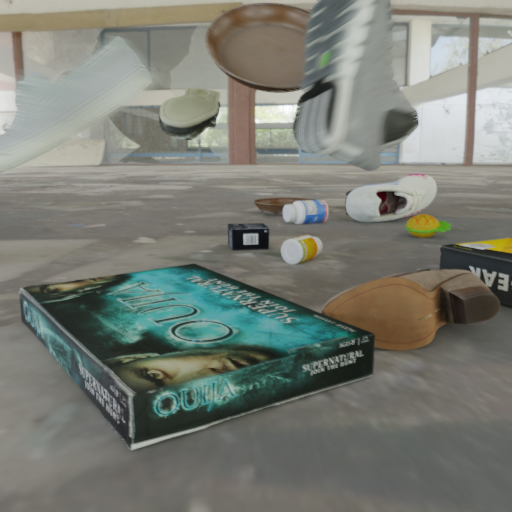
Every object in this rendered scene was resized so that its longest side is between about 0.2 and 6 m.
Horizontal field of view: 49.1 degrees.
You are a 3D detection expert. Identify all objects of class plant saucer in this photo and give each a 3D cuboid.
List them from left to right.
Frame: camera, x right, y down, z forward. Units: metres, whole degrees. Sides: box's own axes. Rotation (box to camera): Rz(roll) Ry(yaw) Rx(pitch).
[{"bbox_3d":[0.282,-3.267,8.888,2.165,0.347,2.165,2,56,-2],"label":"plant saucer"},{"bbox_3d":[0.799,-1.261,14.367,1.748,0.320,1.748,0,11,0],"label":"plant saucer"}]

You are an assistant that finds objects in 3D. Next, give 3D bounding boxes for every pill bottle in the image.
[{"bbox_3d":[0.712,-0.108,8.480,0.380,0.380,0.684,8,14,36],"label":"pill bottle"},{"bbox_3d":[1.080,-0.965,12.393,0.930,0.522,0.522,-6,13,-23],"label":"pill bottle"}]

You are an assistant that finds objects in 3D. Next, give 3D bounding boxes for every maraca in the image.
[{"bbox_3d":[3.240,-0.557,10.566,0.820,0.439,0.562,3,31,21],"label":"maraca"}]

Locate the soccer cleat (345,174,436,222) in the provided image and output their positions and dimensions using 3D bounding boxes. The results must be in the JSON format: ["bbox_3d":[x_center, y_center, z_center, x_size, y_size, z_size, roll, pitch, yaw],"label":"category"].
[{"bbox_3d":[3.361,-1.253,12.826,2.861,0.999,1.235,-15,17,-30],"label":"soccer cleat"}]

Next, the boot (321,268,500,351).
[{"bbox_3d":[1.375,0.442,5.456,1.812,0.637,1.325,-1,5,-8],"label":"boot"}]

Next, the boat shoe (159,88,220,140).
[{"bbox_3d":[-1.101,-2.356,9.732,0.859,0.809,2.393,14,25,2],"label":"boat shoe"}]

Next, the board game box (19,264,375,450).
[{"bbox_3d":[-0.715,0.610,4.845,1.959,0.408,2.897,-8,13,-34],"label":"board game box"}]

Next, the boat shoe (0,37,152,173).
[{"bbox_3d":[-2.334,-1.761,6.497,2.276,0.810,0.794,-37,20,-13],"label":"boat shoe"}]

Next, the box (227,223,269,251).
[{"bbox_3d":[-0.139,-0.335,9.584,0.641,0.383,0.652,-2,12,-8],"label":"box"}]

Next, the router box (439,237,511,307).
[{"bbox_3d":[3.442,0.235,6.310,1.612,0.552,2.161,-7,13,-30],"label":"router box"}]

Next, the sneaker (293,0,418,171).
[{"bbox_3d":[1.455,-2.369,7.100,1.607,2.782,1.044,19,-9,-32],"label":"sneaker"}]
